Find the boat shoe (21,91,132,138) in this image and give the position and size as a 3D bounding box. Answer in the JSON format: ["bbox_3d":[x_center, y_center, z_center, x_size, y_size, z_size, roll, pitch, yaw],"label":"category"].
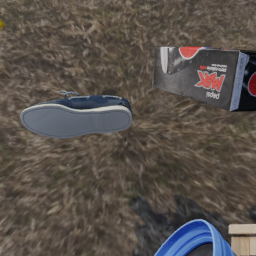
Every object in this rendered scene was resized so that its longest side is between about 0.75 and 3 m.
[{"bbox_3d":[-1.046,-0.339,5.888,2.261,0.847,0.699,-6,38,0],"label":"boat shoe"}]

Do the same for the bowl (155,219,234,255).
[{"bbox_3d":[0.585,2.077,3.457,0.382,1.946,1.946,36,70,0],"label":"bowl"}]

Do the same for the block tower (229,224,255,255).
[{"bbox_3d":[1.899,1.805,3.916,0.383,1.417,0.410,-20,40,39],"label":"block tower"}]

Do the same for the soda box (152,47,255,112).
[{"bbox_3d":[1.355,-0.985,5.048,0.809,2.553,0.903,-3,107,-22],"label":"soda box"}]

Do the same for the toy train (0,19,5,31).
[{"bbox_3d":[-3.294,-2.960,5.397,2.051,0.760,2.731,7,100,-17],"label":"toy train"}]
